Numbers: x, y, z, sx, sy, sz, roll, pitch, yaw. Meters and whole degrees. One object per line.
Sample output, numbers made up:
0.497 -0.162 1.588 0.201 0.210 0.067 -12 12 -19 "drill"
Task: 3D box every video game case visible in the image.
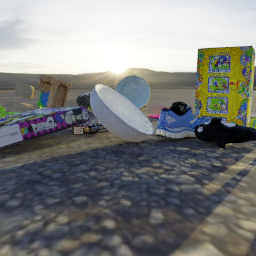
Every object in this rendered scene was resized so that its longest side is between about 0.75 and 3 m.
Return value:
-2.945 -0.112 8.090 2.562 0.506 2.827 -20 15 -38 "video game case"

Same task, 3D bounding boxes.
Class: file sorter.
1.479 -0.764 13.253 0.601 0.543 0.865 -8 13 -40 "file sorter"

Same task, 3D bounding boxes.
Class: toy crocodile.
-4.823 -0.161 9.052 2.880 0.889 0.972 -3 -26 -41 "toy crocodile"

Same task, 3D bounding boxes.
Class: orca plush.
2.704 0.347 7.548 1.994 0.709 1.049 15 -30 21 "orca plush"

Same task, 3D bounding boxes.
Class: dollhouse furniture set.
-3.208 -1.008 11.306 2.243 2.134 1.828 11 5 -42 "dollhouse furniture set"

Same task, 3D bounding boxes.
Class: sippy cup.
-4.612 -1.740 17.108 1.687 1.325 1.236 9 -1 -1 "sippy cup"

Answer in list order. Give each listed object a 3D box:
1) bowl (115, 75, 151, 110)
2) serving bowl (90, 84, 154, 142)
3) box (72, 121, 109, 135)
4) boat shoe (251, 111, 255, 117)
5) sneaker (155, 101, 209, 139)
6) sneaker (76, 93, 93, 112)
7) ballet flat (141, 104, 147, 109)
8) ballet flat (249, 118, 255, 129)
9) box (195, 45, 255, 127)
0.268 -1.621 13.753 1.750 1.750 0.942 1 -6 8 "bowl"
-0.287 -0.329 8.341 2.205 0.725 2.205 36 19 -14 "serving bowl"
-1.360 -0.045 9.896 1.213 0.304 1.222 -2 10 -14 "box"
5.906 -0.713 13.627 0.907 0.311 0.326 1 10 8 "boat shoe"
1.859 -0.270 8.794 0.958 1.088 2.440 10 9 43 "sneaker"
-2.084 -1.374 15.935 1.180 1.039 2.790 -1 -1 31 "sneaker"
0.383 -1.649 17.555 1.058 0.992 2.926 18 3 -22 "ballet flat"
4.716 -0.201 9.696 0.674 0.676 2.018 9 13 42 "ballet flat"
3.829 -1.527 10.827 1.819 2.872 2.982 4 10 25 "box"
